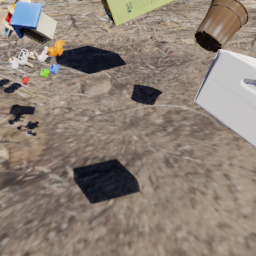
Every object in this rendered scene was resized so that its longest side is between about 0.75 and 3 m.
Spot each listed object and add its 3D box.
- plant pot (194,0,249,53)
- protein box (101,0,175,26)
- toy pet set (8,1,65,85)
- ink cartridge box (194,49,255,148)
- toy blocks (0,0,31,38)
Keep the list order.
[{"bbox_3d":[2.025,-2.272,6.271,0.933,0.933,0.924,32,83,37],"label":"plant pot"},{"bbox_3d":[0.056,-4.461,8.203,1.989,1.974,1.342,-25,40,-2],"label":"protein box"},{"bbox_3d":[-1.703,-1.508,4.843,0.701,1.232,1.320,22,-18,-40],"label":"toy pet set"},{"bbox_3d":[1.243,-0.199,2.307,1.154,0.486,0.842,-4,37,-41],"label":"ink cartridge box"},{"bbox_3d":[-2.852,-2.731,6.456,0.916,1.099,0.399,38,33,-9],"label":"toy blocks"}]
